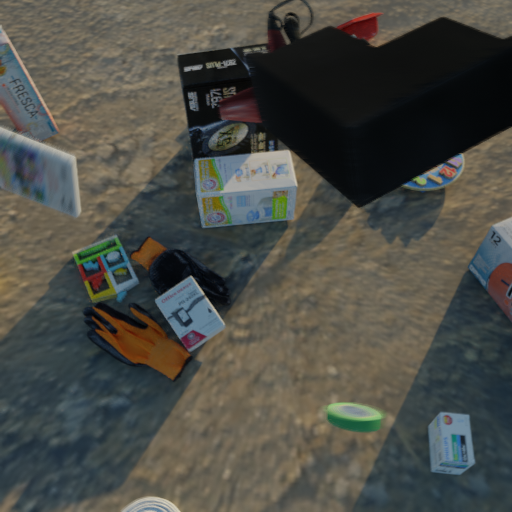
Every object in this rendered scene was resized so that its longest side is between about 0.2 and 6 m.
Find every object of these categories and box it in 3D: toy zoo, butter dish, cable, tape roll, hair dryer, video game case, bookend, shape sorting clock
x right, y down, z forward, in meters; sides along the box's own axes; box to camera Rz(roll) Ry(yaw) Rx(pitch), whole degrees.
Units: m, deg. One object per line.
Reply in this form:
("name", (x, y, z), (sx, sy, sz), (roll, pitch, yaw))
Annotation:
("toy zoo", (-2.803, 0.303, 10.522), (0.915, 0.143, 1.394), (-23, 59, -15))
("butter dish", (2.579, -5.554, 14.072), (1.059, 0.785, 1.062), (-25, 17, -22))
("cable", (-1.524, 4.013, 7.928), (1.099, 0.381, 1.099), (-13, 57, -8))
("tape roll", (1.251, 2.070, 7.193), (0.675, 0.675, 0.162), (8, 93, 5))
("hair dryer", (0.458, -3.201, 9.862), (2.712, 0.737, 2.065), (-42, 63, -11))
("video game case", (-3.372, -1.262, 8.576), (1.338, 1.470, 0.174), (22, 59, -1))
("bookend", (1.781, -2.461, 8.199), (2.815, 1.305, 2.833), (-29, 45, -12))
("shape sorting clock", (3.502, -2.102, 11.982), (1.843, 0.362, 1.843), (0, 56, 0))

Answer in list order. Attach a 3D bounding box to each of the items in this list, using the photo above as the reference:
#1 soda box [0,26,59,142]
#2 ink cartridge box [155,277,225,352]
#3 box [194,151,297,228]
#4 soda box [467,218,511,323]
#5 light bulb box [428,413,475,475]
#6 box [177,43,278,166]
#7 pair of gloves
("soda box", (-5.014, -3.465, 11.608), (0.782, 2.460, 0.841), (-28, 61, -12))
("ink cartridge box", (-1.140, 1.000, 9.661), (0.767, 0.440, 1.056), (-34, 78, -10))
("box", (-0.224, -1.301, 11.025), (1.891, 1.064, 0.959), (-5, 57, -4))
("soda box", (5.542, 1.197, 9.185), (1.502, 1.396, 4.392), (-22, 59, -14))
("light bulb box", (2.939, 2.849, 8.488), (0.459, 0.736, 0.729), (4, 57, 3))
("box", (-0.526, -2.994, 11.418), (1.860, 2.271, 0.978), (-8, 57, -6))
("pair of gloves", (-1.739, 0.906, 10.017), (2.125, 0.295, 2.385), (29, 60, 11))
